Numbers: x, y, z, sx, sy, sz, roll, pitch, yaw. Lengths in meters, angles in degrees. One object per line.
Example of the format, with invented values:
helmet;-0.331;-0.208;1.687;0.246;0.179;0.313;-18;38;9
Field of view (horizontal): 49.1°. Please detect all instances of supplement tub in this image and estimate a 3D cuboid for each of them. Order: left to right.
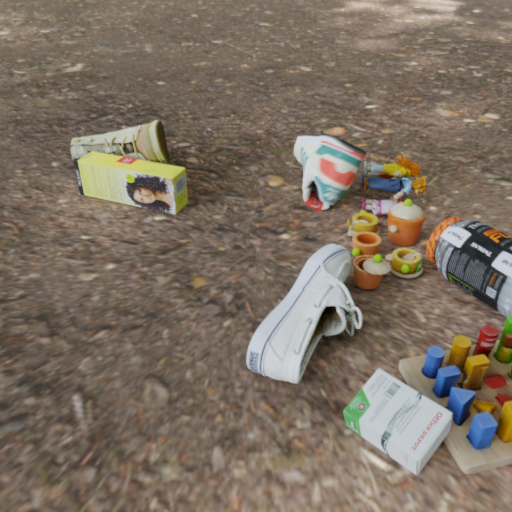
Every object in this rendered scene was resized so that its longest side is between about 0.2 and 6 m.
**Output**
supplement tub;4.087;0.150;9.901;1.219;1.219;1.990;-21;40;-28

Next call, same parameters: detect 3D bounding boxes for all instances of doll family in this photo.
doll family;3.134;-1.691;12.742;1.360;0.987;2.191;5;35;7

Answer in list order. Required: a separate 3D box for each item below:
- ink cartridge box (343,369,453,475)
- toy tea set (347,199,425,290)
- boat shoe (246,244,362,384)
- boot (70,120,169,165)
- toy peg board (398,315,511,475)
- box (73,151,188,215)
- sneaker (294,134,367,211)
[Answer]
ink cartridge box;1.885;2.189;7.456;1.157;0.480;0.848;30;60;36
toy tea set;2.532;-0.364;10.824;1.522;0.947;2.560;4;34;7
boat shoe;1.123;0.902;8.929;1.266;1.097;2.970;19;41;25
boot;-3.275;-2.548;13.415;2.256;1.051;2.917;-9;11;-10
toy peg board;3.351;1.746;7.837;1.941;0.954;1.950;-8;35;-12
box;-2.872;-1.702;12.799;2.590;0.975;0.649;12;36;18
sneaker;1.377;-1.884;12.858;1.147;1.523;3.258;22;5;-14
